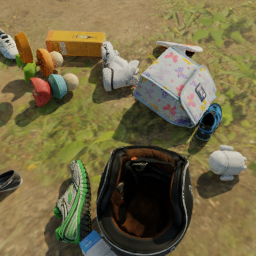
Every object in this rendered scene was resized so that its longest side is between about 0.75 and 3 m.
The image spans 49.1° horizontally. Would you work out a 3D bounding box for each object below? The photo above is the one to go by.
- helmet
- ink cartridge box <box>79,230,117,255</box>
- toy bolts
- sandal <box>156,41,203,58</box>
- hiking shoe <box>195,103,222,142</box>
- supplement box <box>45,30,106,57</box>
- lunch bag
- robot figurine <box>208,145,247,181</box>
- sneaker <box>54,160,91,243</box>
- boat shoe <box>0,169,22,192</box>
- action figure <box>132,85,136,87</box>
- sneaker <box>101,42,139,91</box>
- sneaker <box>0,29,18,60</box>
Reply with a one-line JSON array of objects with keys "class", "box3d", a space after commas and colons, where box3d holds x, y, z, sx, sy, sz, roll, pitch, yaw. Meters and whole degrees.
[{"class": "helmet", "box3d": [0.432, 1.998, 7.487, 2.815, 2.683, 2.815, 6, 10, -1]}, {"class": "ink cartridge box", "box3d": [-0.527, 3.583, 7.316, 0.554, 0.947, 1.632, -36, 59, -26]}, {"class": "toy bolts", "box3d": [-3.277, -2.556, 11.607, 1.913, 2.634, 2.758, -22, 72, -24]}, {"class": "sandal", "box3d": [2.418, -3.664, 13.477, 1.012, 0.757, 2.642, -10, 26, -38]}, {"class": "hiking shoe", "box3d": [3.193, -0.361, 10.618, 0.726, 0.846, 1.951, 21, 54, 16]}, {"class": "supplement box", "box3d": [-2.497, -4.107, 13.665, 2.790, 0.960, 0.928, 2, 51, 4]}, {"class": "lunch bag", "box3d": [2.021, -1.576, 11.051, 2.735, 1.739, 2.319, 39, 59, 7]}, {"class": "robot figurine", "box3d": [3.262, 1.151, 9.287, 1.372, 0.775, 1.163, 4, 78, -20]}, {"class": "sneaker", "box3d": [-1.694, 2.113, 8.479, 1.118, 1.024, 2.624, -3, 51, -2]}, {"class": "boat shoe", "box3d": [-4.488, 1.897, 8.919, 2.123, 0.605, 0.710, -23, 54, -18]}, {"class": "action figure", "box3d": [0.822, -2.075, 12.230, 0.797, 0.525, 1.610, 37, 58, 12]}, {"class": "sneaker", "box3d": [-0.354, -2.819, 12.560, 1.590, 1.039, 2.766, -4, 56, -4]}, {"class": "sneaker", "box3d": [-5.906, -4.082, 13.692, 0.851, 0.858, 2.367, -36, 60, -27]}]
